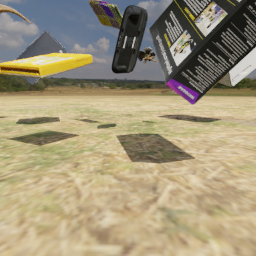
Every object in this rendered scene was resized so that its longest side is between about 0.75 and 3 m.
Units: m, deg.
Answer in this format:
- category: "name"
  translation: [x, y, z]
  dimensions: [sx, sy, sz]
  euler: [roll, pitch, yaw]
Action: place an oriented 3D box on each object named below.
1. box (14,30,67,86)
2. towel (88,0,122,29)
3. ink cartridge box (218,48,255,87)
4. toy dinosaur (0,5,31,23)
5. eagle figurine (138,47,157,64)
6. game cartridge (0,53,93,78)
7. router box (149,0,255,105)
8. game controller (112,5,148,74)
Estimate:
- category: "box"
  translation: [-2.808, -2.280, 8.929]
  dimensions: [1.501, 0.896, 1.526]
  euler: [-43, 24, 2]
- category: "towel"
  translation: [-0.553, -3.115, 7.777]
  dimensions: [1.228, 0.140, 0.882]
  euler: [34, -14, 40]
- category: "ink cartridge box"
  translation: [3.236, -2.443, 9.751]
  dimensions: [1.542, 0.888, 2.113]
  euler: [-38, 38, -13]
- category: "toy dinosaur"
  translation: [-4.236, -3.713, 8.666]
  dimensions: [2.167, 1.151, 0.655]
  euler: [-27, 44, -34]
- category: "eagle figurine"
  translation: [0.744, -2.852, 11.186]
  dimensions: [0.682, 0.686, 0.904]
  euler: [-36, 20, 13]
- category: "game cartridge"
  translation: [-1.594, -1.295, 5.596]
  dimensions: [1.264, 0.233, 1.434]
  euler: [11, 29, 32]
- category: "router box"
  translation: [1.141, -1.608, 4.138]
  dimensions: [0.575, 1.678, 2.250]
  euler: [33, 30, -23]
- category: "game controller"
  translation: [0.036, -2.191, 7.097]
  dimensions: [0.883, 1.693, 0.357]
  euler: [-11, 36, -45]
